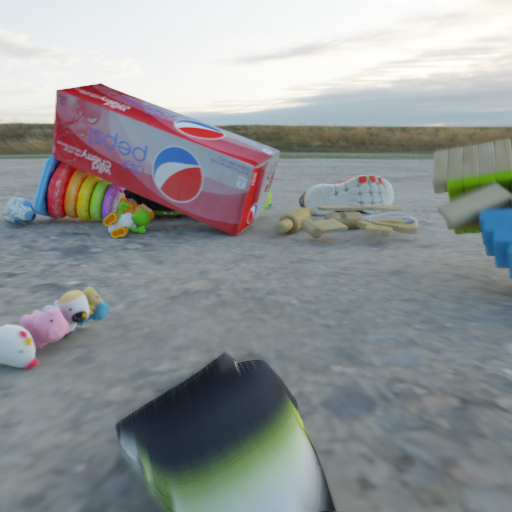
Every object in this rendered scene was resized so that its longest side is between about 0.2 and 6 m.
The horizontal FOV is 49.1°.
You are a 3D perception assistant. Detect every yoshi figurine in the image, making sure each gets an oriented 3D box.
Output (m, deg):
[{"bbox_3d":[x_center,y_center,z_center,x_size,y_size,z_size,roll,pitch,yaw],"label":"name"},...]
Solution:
[{"bbox_3d":[-2.378,-0.672,10.620,0.624,0.626,1.115,18,13,8],"label":"yoshi figurine"}]

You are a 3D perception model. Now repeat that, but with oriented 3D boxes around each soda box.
[{"bbox_3d":[-1.847,-2.005,11.053,4.343,1.520,1.377,23,29,14],"label":"soda box"}]

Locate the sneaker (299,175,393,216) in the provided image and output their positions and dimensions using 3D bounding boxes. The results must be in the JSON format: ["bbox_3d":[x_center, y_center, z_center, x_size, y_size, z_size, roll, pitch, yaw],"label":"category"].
[{"bbox_3d":[2.108,-1.459,13.371,2.383,0.918,0.976,-4,7,-18],"label":"sneaker"}]

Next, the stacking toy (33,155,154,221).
[{"bbox_3d":[-3.318,-1.195,11.907,2.401,1.318,1.393,16,-2,2],"label":"stacking toy"}]

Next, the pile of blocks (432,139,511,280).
[{"bbox_3d":[3.198,-0.214,6.921,1.440,1.090,3.508,-21,34,4],"label":"pile of blocks"}]

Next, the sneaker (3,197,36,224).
[{"bbox_3d":[-4.996,-0.920,11.910,0.597,0.592,1.648,36,-8,-19],"label":"sneaker"}]

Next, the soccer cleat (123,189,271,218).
[{"bbox_3d":[-1.373,-1.557,12.541,3.418,1.386,1.154,1,13,4],"label":"soccer cleat"}]

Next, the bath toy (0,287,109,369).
[{"bbox_3d":[-1.845,0.644,5.040,0.450,0.529,1.217,31,23,9],"label":"bath toy"}]

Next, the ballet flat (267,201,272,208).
[{"bbox_3d":[-0.620,-1.513,13.863,2.148,0.773,0.773,-3,13,-15],"label":"ballet flat"}]

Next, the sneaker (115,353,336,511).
[{"bbox_3d":[-0.172,1.061,2.771,0.775,0.896,2.163,-31,-2,-13],"label":"sneaker"}]

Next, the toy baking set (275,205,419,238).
[{"bbox_3d":[1.833,-0.630,10.931,2.573,0.390,3.353,6,14,14],"label":"toy baking set"}]
